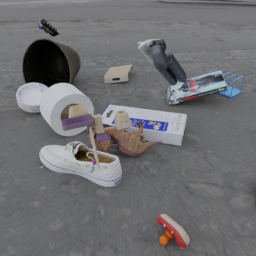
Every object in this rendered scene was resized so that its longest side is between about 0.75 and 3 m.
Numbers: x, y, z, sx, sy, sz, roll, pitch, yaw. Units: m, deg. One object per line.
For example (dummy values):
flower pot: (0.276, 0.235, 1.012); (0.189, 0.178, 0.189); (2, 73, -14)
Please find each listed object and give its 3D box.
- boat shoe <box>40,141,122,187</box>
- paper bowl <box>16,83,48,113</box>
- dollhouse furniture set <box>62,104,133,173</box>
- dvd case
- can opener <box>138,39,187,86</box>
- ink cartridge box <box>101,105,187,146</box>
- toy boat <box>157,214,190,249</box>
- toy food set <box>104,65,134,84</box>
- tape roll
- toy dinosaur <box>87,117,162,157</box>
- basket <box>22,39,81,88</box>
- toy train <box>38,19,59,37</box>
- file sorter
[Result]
boat shoe: (-1.350, 0.773, 7.628); (2.579, 0.900, 0.914); (16, 35, 25)
paper bowl: (-3.586, -1.093, 10.728); (1.259, 0.655, 1.259); (7, 49, -9)
dollhouse furniture set: (-0.666, 0.139, 6.062); (1.288, 1.154, 1.626); (-13, 20, -10)
dvd case: (2.769, -1.660, 11.511); (2.335, 0.257, 1.704); (-14, 28, 18)
can opener: (1.010, -1.698, 7.693); (0.612, 0.773, 2.325); (-13, -19, 26)
ink cartridge box: (0.489, -0.154, 9.531); (2.886, 0.535, 1.367); (10, 34, 12)
toy boat: (0.867, 2.206, 5.802); (0.522, 0.521, 0.798); (-47, 47, -12)
toy food set: (-0.412, -2.616, 13.704); (1.169, 0.492, 1.630); (-5, 28, 14)
tape roll: (-2.043, -0.621, 9.321); (1.525, 1.525, 1.047); (-19, 37, -28)
toy dinosaur: (-0.133, 0.434, 8.310); (2.085, 0.895, 1.413); (22, 48, 3)
basket: (-3.094, -2.628, 12.142); (1.912, 2.536, 2.812); (1, 21, 2)
toy train: (-2.943, -3.657, 10.323); (0.345, 0.257, 1.507); (-30, 0, 7)
file sorter: (4.221, -1.992, 12.249); (0.925, 0.818, 1.333); (-24, 39, -35)
